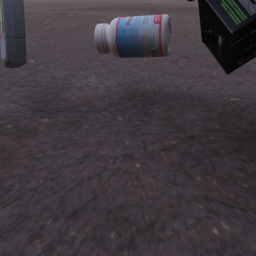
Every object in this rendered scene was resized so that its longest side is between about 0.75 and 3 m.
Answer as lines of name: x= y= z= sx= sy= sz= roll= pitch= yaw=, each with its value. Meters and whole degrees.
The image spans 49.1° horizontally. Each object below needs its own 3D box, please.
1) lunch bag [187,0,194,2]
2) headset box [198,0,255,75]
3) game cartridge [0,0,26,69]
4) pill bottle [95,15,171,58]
lunch bag: x=1.493 y=-4.378 z=7.492 sx=1.763 sy=1.417 sz=0.727 roll=11 pitch=39 yaw=-36
headset box: x=3.109 y=-2.830 z=6.557 sx=2.940 sy=1.364 sz=2.560 roll=-33 pitch=-17 yaw=11
game cartridge: x=-3.135 y=-3.146 z=7.414 sx=0.609 sy=2.979 sz=1.983 roll=-6 pitch=9 yaw=-30
pill bottle: x=0.175 y=-2.879 z=8.915 sx=2.302 sy=1.252 sz=1.252 roll=2 pitch=29 yaw=14
